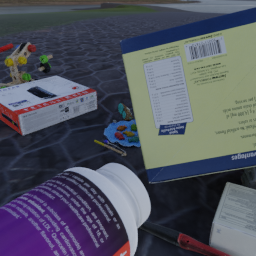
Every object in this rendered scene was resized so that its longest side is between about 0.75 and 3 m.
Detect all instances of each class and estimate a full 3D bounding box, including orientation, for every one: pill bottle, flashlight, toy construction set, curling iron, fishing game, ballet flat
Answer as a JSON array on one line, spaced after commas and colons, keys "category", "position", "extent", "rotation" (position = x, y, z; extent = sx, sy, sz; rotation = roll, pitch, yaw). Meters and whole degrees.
[{"category": "pill bottle", "position": [-1.022, 1.617, 3.718], "extent": [1.661, 1.661, 2.953], "rotation": [22, 35, 36]}, {"category": "flashlight", "position": [2.825, 0.652, 6.478], "extent": [0.853, 0.856, 2.518], "rotation": [6, 27, 12]}, {"category": "toy construction set", "position": [-4.449, -2.263, 10.815], "extent": [2.400, 2.001, 1.844], "rotation": [35, 47, 15]}, {"category": "curling iron", "position": [0.901, 1.937, 4.627], "extent": [2.074, 0.265, 0.514], "rotation": [20, 34, 33]}, {"category": "fishing game", "position": [0.067, 0.064, 8.200], "extent": [1.544, 0.335, 2.156], "rotation": [25, 36, 35]}, {"category": "ballet flat", "position": [-0.062, -0.535, 9.404], "extent": [0.345, 0.324, 0.955], "rotation": [12, 22, -23]}]

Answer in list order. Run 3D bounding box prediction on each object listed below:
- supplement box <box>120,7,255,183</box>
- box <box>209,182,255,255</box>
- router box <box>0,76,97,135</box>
[{"category": "supplement box", "position": [1.487, -0.565, 5.737], "extent": [2.689, 2.686, 1.805], "rotation": [-11, 2, 9]}, {"category": "box", "position": [1.933, 1.601, 4.859], "extent": [0.751, 0.640, 1.175], "rotation": [14, 31, 25]}, {"category": "router box", "position": [-2.969, -0.925, 9.659], "extent": [2.568, 0.699, 2.862], "rotation": [24, 36, 38]}]
